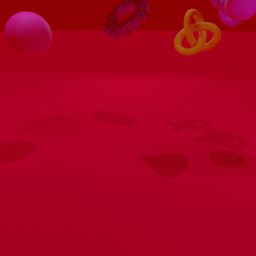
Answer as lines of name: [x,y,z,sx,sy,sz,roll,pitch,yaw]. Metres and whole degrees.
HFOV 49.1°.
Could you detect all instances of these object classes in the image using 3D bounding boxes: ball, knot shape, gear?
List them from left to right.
ball: [-2.641,-2.458,7.469,1.189,1.189,1.189,0,21,0]
gear: [-0.071,-3.934,9.921,1.830,0.338,1.830,-20,50,25]
knot shape: [2.171,-2.994,9.225,1.405,1.501,0.694,-46,14,4]
knot shape: [3.154,-3.713,8.408,1.391,1.302,0.643,11,42,14]
ball: [2.907,-3.177,7.156,0.820,0.820,0.820,0,21,0]
